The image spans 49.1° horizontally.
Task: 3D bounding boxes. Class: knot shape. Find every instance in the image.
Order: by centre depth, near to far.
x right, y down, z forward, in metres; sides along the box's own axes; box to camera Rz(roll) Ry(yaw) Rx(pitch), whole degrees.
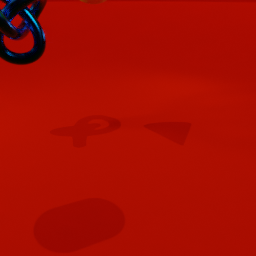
[{"bbox_3d":[-2.670,-2.773,7.014,0.942,2.038,1.907,16,56,23],"label":"knot shape"}]

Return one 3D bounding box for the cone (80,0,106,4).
[{"bbox_3d":[-0.689,-3.355,6.309,1.320,1.320,1.325,-7,36,-13],"label":"cone"}]
